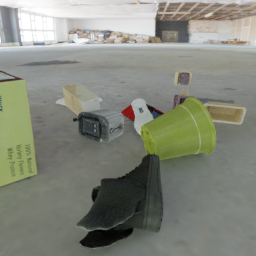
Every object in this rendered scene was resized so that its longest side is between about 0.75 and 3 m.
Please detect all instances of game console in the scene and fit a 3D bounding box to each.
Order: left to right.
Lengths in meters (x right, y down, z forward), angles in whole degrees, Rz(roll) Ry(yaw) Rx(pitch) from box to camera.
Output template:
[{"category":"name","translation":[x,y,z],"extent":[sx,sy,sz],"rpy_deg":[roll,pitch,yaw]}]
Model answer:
[{"category":"game console","translation":[0.627,-0.570,11.369],"extent":[1.210,0.833,1.404],"rpy_deg":[24,5,-35]}]

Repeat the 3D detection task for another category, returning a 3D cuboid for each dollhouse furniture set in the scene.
[{"category":"dollhouse furniture set","translation":[2.822,-0.666,9.698],"extent":[2.625,2.080,1.863],"rpy_deg":[7,37,10]}]

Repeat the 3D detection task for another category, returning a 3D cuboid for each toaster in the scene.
[{"category":"toaster","translation":[-0.893,-0.130,9.147],"extent":[1.610,0.915,1.040],"rpy_deg":[13,21,36]}]

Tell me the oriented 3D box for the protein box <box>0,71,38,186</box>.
[{"category":"protein box","translation":[-3.656,0.092,6.367],"extent":[2.425,2.408,1.636],"rpy_deg":[-16,26,-37]}]

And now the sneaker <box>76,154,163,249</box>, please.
[{"category":"sneaker","translation":[-0.064,1.249,5.578],"extent":[1.409,0.811,2.702],"rpy_deg":[5,24,0]}]

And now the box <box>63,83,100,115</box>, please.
[{"category":"box","translation":[-1.910,-1.096,11.378],"extent":[0.744,0.908,1.913],"rpy_deg":[-18,32,-28]}]

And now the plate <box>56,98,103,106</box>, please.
[{"category":"plate","translation":[-2.287,-1.329,13.153],"extent":[1.607,0.260,1.610],"rpy_deg":[14,26,35]}]

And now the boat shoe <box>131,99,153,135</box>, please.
[{"category":"boat shoe","translation":[0.525,-0.255,9.767],"extent":[0.680,0.643,1.896],"rpy_deg":[-19,40,2]}]

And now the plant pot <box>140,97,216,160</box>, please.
[{"category":"plant pot","translation":[1.253,0.186,7.709],"extent":[1.597,1.682,1.682],"rpy_deg":[-19,25,-13]}]
